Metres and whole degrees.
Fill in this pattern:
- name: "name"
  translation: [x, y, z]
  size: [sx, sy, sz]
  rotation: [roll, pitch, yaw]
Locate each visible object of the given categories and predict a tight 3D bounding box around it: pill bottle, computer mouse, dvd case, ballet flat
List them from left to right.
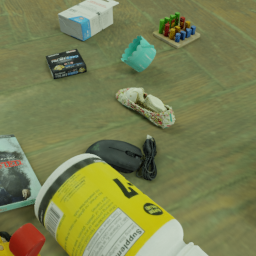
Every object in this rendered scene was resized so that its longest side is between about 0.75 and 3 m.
- name: "dvd case"
  translation: [-2.904, 0.923, 6.110]
  size: [1.517, 0.229, 2.078]
  rotation: [-4, 41, -42]
- name: "computer mouse"
  translation: [-0.180, 0.593, 6.697]
  size: [1.773, 0.467, 1.228]
  rotation: [3, 49, 3]
- name: "pill bottle"
  translation: [-0.115, 1.842, 4.774]
  size: [2.859, 1.634, 1.634]
  rotation: [35, 56, 27]
- name: "ballet flat"
  translation: [0.484, -0.740, 7.792]
  size: [2.032, 0.649, 0.768]
  rotation: [32, 57, 27]

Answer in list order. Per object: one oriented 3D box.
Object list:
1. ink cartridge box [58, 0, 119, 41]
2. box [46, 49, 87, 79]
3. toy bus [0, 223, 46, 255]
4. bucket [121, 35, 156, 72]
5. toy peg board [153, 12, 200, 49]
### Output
- name: "ink cartridge box"
  translation: [-1.469, -4.367, 11.014]
  size: [1.275, 0.746, 2.198]
  rotation: [30, 54, 25]
- name: "box"
  translation: [-2.065, -2.149, 9.331]
  size: [1.128, 0.280, 1.120]
  rotation: [-16, 51, -15]
- name: "toy bus"
  translation: [-1.984, 2.419, 4.456]
  size: [2.392, 1.310, 2.535]
  rotation: [-5, 73, 27]
- name: "bucket"
  translation: [0.351, -2.339, 8.898]
  size: [0.682, 1.048, 1.048]
  rotation: [34, 43, -24]
- name: "toy peg board"
  translation: [1.844, -3.737, 10.521]
  size: [1.306, 0.639, 1.301]
  rotation: [-33, 56, -26]
